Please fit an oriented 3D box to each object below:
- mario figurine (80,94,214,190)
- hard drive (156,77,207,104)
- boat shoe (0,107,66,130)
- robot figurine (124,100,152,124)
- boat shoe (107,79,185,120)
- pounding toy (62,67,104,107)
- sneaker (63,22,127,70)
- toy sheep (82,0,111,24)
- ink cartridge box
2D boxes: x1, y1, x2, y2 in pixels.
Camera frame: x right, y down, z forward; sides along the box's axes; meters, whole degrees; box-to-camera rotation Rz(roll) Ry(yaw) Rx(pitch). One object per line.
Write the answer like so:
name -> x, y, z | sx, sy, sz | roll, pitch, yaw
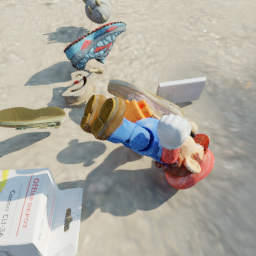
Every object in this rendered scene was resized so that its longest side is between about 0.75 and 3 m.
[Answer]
mario figurine -> 0.650, 0.052, 5.508 | 2.946, 1.561, 1.818 | 26, 33, -31
hard drive -> 1.358, -0.951, 7.381 | 1.249, 0.824, 0.167 | -9, 58, -10
boat shoe -> -2.206, -0.153, 6.405 | 1.605, 0.505, 0.585 | -10, 44, -43
robot figurine -> -0.002, -0.223, 6.376 | 1.073, 0.626, 0.772 | -29, 95, 7
boat shoe -> 0.311, -0.548, 7.114 | 2.202, 0.812, 0.762 | 27, 84, 19
pounding toy -> -1.360, -1.320, 7.829 | 0.817, 0.819, 1.428 | 17, 53, 22
sneaker -> -0.874, -2.482, 8.537 | 2.075, 0.991, 0.823 | -32, 25, -7
toy sheep -> -1.078, -4.190, 9.933 | 0.997, 0.997, 1.446 | -13, 54, -12
ink cartridge box -> -2.193, 1.572, 5.131 | 2.540, 0.857, 1.479 | -4, 47, 1
